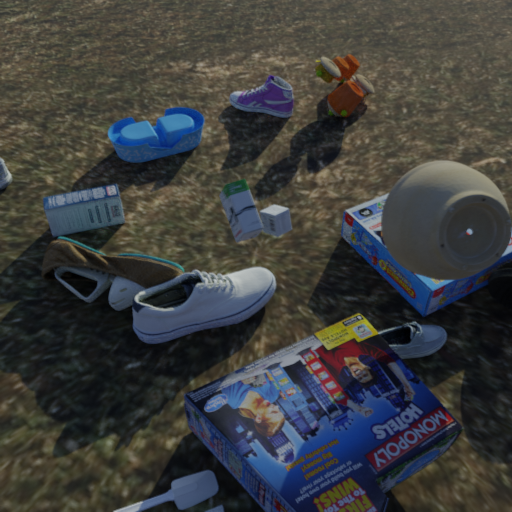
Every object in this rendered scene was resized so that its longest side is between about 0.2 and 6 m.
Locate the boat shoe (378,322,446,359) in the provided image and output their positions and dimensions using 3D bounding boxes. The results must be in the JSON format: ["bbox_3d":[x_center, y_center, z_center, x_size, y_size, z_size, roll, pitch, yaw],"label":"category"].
[{"bbox_3d":[2.640,1.436,9.652,1.503,0.535,0.524,-13,46,-13],"label":"boat shoe"}]

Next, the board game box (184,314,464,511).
[{"bbox_3d":[1.098,2.756,7.970,3.212,0.991,3.210,-21,49,-20],"label":"board game box"}]

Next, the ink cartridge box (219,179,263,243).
[{"bbox_3d":[-0.208,-0.599,7.597,0.303,0.534,0.729,-19,83,-16],"label":"ink cartridge box"}]

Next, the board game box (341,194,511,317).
[{"bbox_3d":[3.555,-0.346,11.336,2.645,0.739,2.590,-22,49,-21],"label":"board game box"}]

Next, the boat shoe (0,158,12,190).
[{"bbox_3d":[-6.885,-1.975,13.020,2.261,0.725,0.833,4,44,4],"label":"boat shoe"}]

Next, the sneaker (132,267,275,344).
[{"bbox_3d":[-0.879,0.730,10.057,2.761,0.978,1.008,-21,48,-20],"label":"sneaker"}]

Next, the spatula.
[{"bbox_3d":[-1.298,3.770,7.573,1.881,0.151,1.308,-15,52,-14],"label":"spatula"}]

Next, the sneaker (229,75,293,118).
[{"bbox_3d":[0.145,-4.529,15.415,1.877,1.070,0.680,12,47,14],"label":"sneaker"}]

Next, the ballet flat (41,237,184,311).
[{"bbox_3d":[-2.787,0.421,10.499,2.927,0.993,1.059,13,63,15],"label":"ballet flat"}]

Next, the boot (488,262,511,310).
[{"bbox_3d":[5.664,0.189,10.540,2.702,1.017,2.020,15,52,0],"label":"boot"}]

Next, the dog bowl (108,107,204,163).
[{"bbox_3d":[-2.491,-3.052,14.222,2.439,0.605,1.360,-18,47,-18],"label":"dog bowl"}]

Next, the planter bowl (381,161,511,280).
[{"bbox_3d":[2.995,-0.437,8.426,1.888,1.888,1.270,-5,14,-5],"label":"planter bowl"}]

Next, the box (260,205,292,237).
[{"bbox_3d":[0.329,-0.589,9.313,0.342,0.398,0.400,-27,30,-30],"label":"box"}]

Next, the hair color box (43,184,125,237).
[{"bbox_3d":[-3.652,-0.970,11.954,1.543,0.772,0.467,-12,46,-13],"label":"hair color box"}]

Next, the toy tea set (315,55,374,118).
[{"bbox_3d":[2.387,-4.786,15.820,1.642,1.022,2.761,48,35,0],"label":"toy tea set"}]
